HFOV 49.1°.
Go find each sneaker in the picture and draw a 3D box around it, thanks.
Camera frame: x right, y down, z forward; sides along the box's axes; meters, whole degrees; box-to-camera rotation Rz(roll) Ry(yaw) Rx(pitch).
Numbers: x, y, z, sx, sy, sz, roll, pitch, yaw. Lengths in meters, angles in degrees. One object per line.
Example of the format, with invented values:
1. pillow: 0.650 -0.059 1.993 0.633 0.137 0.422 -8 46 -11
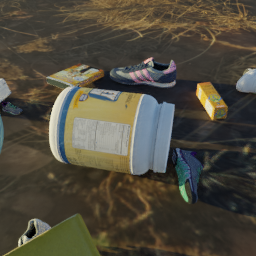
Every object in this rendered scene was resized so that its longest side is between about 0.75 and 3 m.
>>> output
1. sneaker: -2.085 2.545 5.708 0.529 0.571 1.409 4 51 14
2. sneaker: 0.587 -2.327 11.102 2.691 1.104 0.944 5 41 6
3. sneaker: -4.072 -0.712 9.787 0.822 0.360 0.306 12 42 14
4. sneaker: 1.719 1.182 7.368 0.782 0.665 1.786 1 40 -7
5. sneaker: 5.214 -1.679 10.526 2.232 0.836 1.112 -8 39 -9

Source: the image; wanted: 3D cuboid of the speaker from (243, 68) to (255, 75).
1. speaker: 5.443 -2.201 11.384 1.402 0.569 0.569 -10 42 -12

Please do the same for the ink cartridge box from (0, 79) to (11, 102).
1. ink cartridge box: -5.125 -1.184 9.876 1.524 0.645 1.102 0 38 23

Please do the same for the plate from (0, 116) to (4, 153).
1. plate: -2.664 0.354 4.509 0.245 1.915 1.915 14 42 17

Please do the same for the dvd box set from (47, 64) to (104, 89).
1. dvd box set: -2.076 -2.062 11.236 1.389 0.279 1.899 22 39 29

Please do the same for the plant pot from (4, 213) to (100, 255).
1. plant pot: -1.068 2.986 4.339 1.928 1.941 1.986 -25 52 -27

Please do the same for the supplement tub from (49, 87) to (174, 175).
1. supplement tub: -0.343 0.078 7.487 2.932 2.121 2.121 8 41 10

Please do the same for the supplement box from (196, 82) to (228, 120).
1. supplement box: 2.971 -0.984 9.977 0.534 0.552 1.605 -8 44 -6
